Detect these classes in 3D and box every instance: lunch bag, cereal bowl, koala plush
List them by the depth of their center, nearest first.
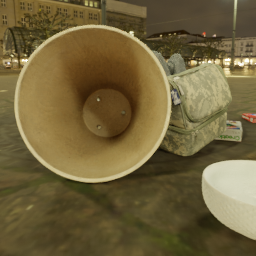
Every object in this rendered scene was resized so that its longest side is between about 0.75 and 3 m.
[{"bbox_3d":[1.720,0.955,3.569,1.558,0.649,1.558,0,14,0],"label":"cereal bowl"},{"bbox_3d":[1.448,-0.561,6.766,2.111,1.771,1.471,-25,31,-37],"label":"lunch bag"},{"bbox_3d":[1.044,-1.778,12.787,2.468,2.558,2.783,-7,-7,-45],"label":"koala plush"}]

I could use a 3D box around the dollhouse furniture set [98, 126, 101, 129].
[{"bbox_3d":[-1.439,-0.301,8.745,1.096,0.715,1.035,7,15,29],"label":"dollhouse furniture set"}]

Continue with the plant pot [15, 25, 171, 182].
[{"bbox_3d":[-0.556,-0.412,6.068,2.640,2.640,2.818,0,0,2],"label":"plant pot"}]

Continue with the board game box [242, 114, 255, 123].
[{"bbox_3d":[5.262,-0.360,10.167,1.865,0.181,0.960,0,14,-1],"label":"board game box"}]

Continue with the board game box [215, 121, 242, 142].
[{"bbox_3d":[2.278,0.008,8.230,1.966,0.340,1.241,5,14,20],"label":"board game box"}]
